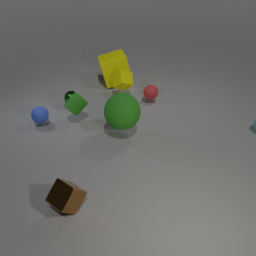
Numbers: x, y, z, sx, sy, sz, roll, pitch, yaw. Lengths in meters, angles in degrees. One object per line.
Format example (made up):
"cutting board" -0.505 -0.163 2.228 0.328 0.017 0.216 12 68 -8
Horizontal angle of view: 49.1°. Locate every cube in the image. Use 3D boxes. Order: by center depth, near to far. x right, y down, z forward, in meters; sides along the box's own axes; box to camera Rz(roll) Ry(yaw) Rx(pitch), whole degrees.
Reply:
"cube" -1.712 1.903 7.806 0.700 0.700 0.700 23 81 31
"cube" -0.249 -2.307 13.518 0.700 0.700 0.700 8 -20 -37
"cube" -0.710 -3.176 14.924 1.400 1.400 1.400 -18 33 -2

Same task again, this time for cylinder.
"cylinder" -2.136 -0.992 11.553 0.700 0.700 0.700 -49 42 5

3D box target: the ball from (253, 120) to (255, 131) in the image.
"ball" 5.396 -0.109 11.188 0.700 0.700 0.700 0 33 0

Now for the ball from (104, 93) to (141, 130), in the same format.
"ball" -0.214 -0.620 10.583 1.400 1.400 1.400 0 33 0

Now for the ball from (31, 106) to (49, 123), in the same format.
"ball" -3.636 -0.548 11.566 0.700 0.700 0.700 0 33 0

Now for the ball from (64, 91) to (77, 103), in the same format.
"ball" -2.627 -1.388 13.035 0.700 0.700 0.700 0 33 0

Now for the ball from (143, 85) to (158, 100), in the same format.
"ball" 1.081 -1.703 13.283 0.700 0.700 0.700 0 33 0
